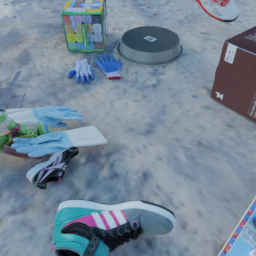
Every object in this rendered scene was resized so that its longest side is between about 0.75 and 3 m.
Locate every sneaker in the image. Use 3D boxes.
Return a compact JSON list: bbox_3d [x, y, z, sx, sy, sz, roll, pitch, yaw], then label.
[{"bbox_3d":[2.457,-4.002,8.008,2.141,1.148,0.715,41,78,2],"label":"sneaker"},{"bbox_3d":[-1.630,0.940,6.464,0.575,0.535,1.331,44,58,13],"label":"sneaker"},{"bbox_3d":[-0.321,1.995,4.896,2.276,0.951,1.374,-1,38,10],"label":"sneaker"}]

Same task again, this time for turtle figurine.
[{"bbox_3d":[-3.030,-0.029,6.660,2.021,2.085,1.500,-28,21,-19],"label":"turtle figurine"}]

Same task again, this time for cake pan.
[{"bbox_3d":[0.852,-3.233,10.763,2.559,0.469,2.559,0,44,0],"label":"cake pan"}]

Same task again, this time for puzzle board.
[{"bbox_3d":[3.200,2.317,4.512,2.927,0.255,2.206,40,58,17],"label":"puzzle board"}]

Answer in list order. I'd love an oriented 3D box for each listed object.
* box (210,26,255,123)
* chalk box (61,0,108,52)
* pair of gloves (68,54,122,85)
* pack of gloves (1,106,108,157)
[{"bbox_3d":[3.969,-1.641,8.033,2.304,1.912,1.892,-31,52,-28],"label":"box"},{"bbox_3d":[-1.616,-3.866,10.676,1.495,1.503,2.415,1,42,1],"label":"chalk box"},{"bbox_3d":[-1.133,-2.081,9.740,1.941,0.221,1.561,-8,44,-10],"label":"pair of gloves"},{"bbox_3d":[-1.919,0.119,6.975,2.214,0.437,1.860,-8,40,-36],"label":"pack of gloves"}]
